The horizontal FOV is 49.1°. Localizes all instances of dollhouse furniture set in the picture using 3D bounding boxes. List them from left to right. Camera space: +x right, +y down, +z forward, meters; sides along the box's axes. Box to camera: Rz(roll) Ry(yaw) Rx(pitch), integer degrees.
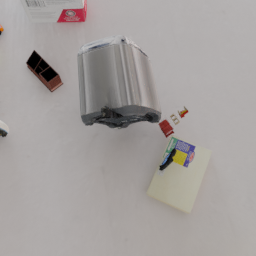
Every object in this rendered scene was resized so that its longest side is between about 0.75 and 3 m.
[{"bbox_3d":[1.350,-0.161,7.971,0.926,0.498,0.377,-35,72,5],"label":"dollhouse furniture set"}]

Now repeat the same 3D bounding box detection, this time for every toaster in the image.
[{"bbox_3d":[-0.240,-1.038,7.155,1.681,2.958,1.911,-11,84,22],"label":"toaster"}]

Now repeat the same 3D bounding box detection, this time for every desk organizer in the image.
[{"bbox_3d":[-2.736,-1.846,9.015,0.493,0.530,1.375,-41,72,-16],"label":"desk organizer"}]

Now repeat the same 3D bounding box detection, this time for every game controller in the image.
[{"bbox_3d":[1.036,0.829,7.333,0.188,0.895,0.467,23,65,0],"label":"game controller"}]

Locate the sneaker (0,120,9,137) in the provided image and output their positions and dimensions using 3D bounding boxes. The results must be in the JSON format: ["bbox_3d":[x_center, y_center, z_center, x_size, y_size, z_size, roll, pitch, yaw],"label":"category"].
[{"bbox_3d":[-4.600,-0.542,8.239,2.637,0.948,0.956,25,65,8],"label":"sneaker"}]

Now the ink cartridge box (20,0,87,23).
[{"bbox_3d":[-2.561,-4.907,9.077,2.093,2.882,1.201,0,66,0],"label":"ink cartridge box"}]

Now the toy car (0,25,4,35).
[{"bbox_3d":[-4.670,-2.785,9.260,1.260,0.855,2.568,-24,67,-10],"label":"toy car"}]

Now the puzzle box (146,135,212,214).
[{"bbox_3d":[1.446,1.240,7.793,1.262,0.241,1.896,23,68,12],"label":"puzzle box"}]
